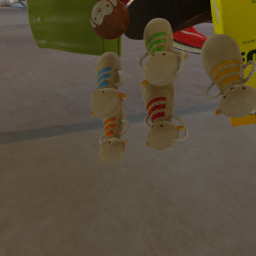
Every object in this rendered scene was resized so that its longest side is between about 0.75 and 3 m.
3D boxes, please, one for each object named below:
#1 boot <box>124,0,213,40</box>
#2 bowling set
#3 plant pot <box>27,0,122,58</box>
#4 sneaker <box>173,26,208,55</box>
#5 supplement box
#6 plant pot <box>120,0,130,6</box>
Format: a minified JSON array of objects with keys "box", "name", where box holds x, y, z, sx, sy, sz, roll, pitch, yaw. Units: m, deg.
[{"box":[1.767,-2.233,5.956,2.774,0.956,2.977,-3,2,39],"name":"boot"},{"box":[0.053,-0.437,2.703,1.942,1.351,1.042,-32,40,30],"name":"bowling set"},{"box":[-1.509,-3.247,8.171,2.450,2.545,2.545,-5,28,-4],"name":"plant pot"},{"box":[1.234,-2.996,7.482,1.135,1.251,2.946,-7,47,-43],"name":"sneaker"},{"box":[1.895,-1.441,3.574,1.489,2.736,1.498,-9,54,18],"name":"supplement box"},{"box":[-0.651,-3.675,8.017,0.919,0.920,0.811,-37,9,32],"name":"plant pot"}]
